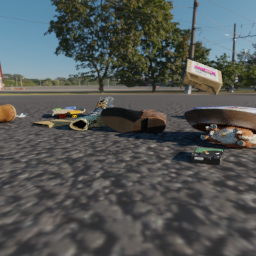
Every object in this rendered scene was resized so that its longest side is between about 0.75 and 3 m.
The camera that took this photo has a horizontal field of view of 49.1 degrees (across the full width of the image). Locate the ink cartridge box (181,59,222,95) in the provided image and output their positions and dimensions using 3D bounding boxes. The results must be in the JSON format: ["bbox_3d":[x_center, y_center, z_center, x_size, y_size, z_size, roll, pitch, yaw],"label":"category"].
[{"bbox_3d":[2.090,-1.458,7.944,1.060,0.398,0.873,19,38,0],"label":"ink cartridge box"}]

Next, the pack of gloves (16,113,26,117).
[{"bbox_3d":[-5.615,-0.665,14.362,0.635,0.149,0.756,0,8,-9],"label":"pack of gloves"}]

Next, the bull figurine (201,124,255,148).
[{"bbox_3d":[2.666,0.211,6.991,1.650,0.537,1.002,3,-5,41],"label":"bull figurine"}]

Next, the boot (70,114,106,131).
[{"bbox_3d":[-1.353,-0.204,10.165,1.355,0.488,1.048,-5,7,3],"label":"boot"}]

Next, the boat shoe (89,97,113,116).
[{"bbox_3d":[-1.278,-0.963,13.393,0.790,1.014,2.233,2,9,15],"label":"boat shoe"}]

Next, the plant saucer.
[{"bbox_3d":[2.792,-0.091,7.918,2.424,0.389,2.424,8,-8,1],"label":"plant saucer"}]

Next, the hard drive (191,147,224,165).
[{"bbox_3d":[1.713,0.587,5.981,0.606,0.164,0.867,3,10,22],"label":"hard drive"}]

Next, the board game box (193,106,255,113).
[{"bbox_3d":[4.803,-0.668,13.114,2.497,0.514,2.491,-4,9,-23],"label":"board game box"}]

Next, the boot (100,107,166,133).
[{"bbox_3d":[0.311,-0.412,10.422,2.317,0.799,2.487,14,13,3],"label":"boot"}]

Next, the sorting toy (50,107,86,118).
[{"bbox_3d":[-3.044,-0.741,14.148,1.639,0.397,2.912,-7,10,-17],"label":"sorting toy"}]

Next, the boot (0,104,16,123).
[{"bbox_3d":[-5.732,-0.519,11.220,2.062,0.791,1.601,4,10,23],"label":"boot"}]

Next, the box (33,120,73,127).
[{"bbox_3d":[-2.987,-0.190,11.247,1.014,0.132,1.240,6,11,36],"label":"box"}]
